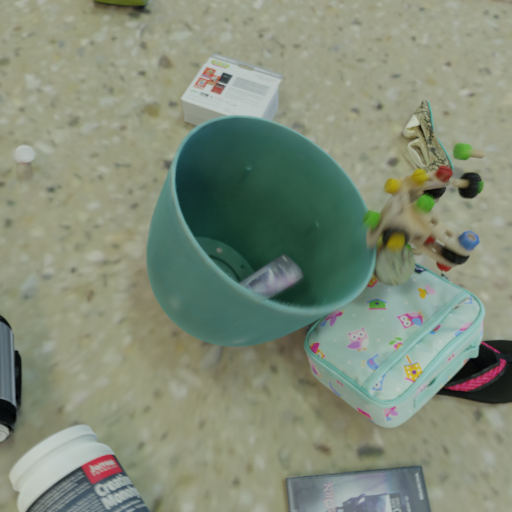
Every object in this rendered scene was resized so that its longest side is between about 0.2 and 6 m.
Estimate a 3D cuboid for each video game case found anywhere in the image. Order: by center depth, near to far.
[{"bbox_3d":[1.477,3.782,7.856,2.000,0.190,1.429,-4,62,-3],"label":"video game case"},{"bbox_3d":[0.065,0.456,8.613,1.229,0.117,0.878,-32,22,-3],"label":"video game case"}]

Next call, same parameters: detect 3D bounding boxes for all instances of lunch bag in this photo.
[{"bbox_3d":[2.132,1.206,8.414,2.479,0.956,1.988,-39,44,-18],"label":"lunch bag"}]

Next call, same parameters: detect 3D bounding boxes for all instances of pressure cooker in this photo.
[{"bbox_3d":[-4.361,1.976,7.861,1.891,1.862,2.117,-15,60,-4],"label":"pressure cooker"}]

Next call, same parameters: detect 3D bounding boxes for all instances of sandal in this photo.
[{"bbox_3d":[3.115,1.695,8.633,2.762,0.623,1.037,-1,51,0],"label":"sandal"}]

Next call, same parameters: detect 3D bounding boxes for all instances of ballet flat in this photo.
[{"bbox_3d":[3.235,-2.244,10.834,0.674,0.607,1.790,-12,66,5],"label":"ballet flat"}]

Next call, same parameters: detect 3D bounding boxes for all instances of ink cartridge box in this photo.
[{"bbox_3d":[-0.434,-3.152,11.213,1.647,0.691,1.446,22,64,11],"label":"ink cartridge box"}]

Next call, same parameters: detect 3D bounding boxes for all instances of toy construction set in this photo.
[{"bbox_3d":[2.107,-0.582,8.144,1.509,1.964,1.638,5,77,-13],"label":"toy construction set"}]

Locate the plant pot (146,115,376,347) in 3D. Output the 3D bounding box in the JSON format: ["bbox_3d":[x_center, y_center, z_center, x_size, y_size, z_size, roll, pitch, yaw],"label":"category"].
[{"bbox_3d":[-0.210,-0.058,8.283,3.078,2.470,3.078,16,53,-22],"label":"plant pot"}]

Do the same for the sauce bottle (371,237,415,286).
[{"bbox_3d":[1.762,-0.066,8.775,0.647,1.998,0.647,-3,102,-12],"label":"sauce bottle"}]

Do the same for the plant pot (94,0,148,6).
[{"bbox_3d":[-3.061,-6.191,12.664,1.278,1.195,1.195,21,64,-2],"label":"plant pot"}]

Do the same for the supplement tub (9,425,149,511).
[{"bbox_3d":[-2.244,3.390,7.391,1.356,1.356,1.933,-34,68,-17],"label":"supplement tub"}]

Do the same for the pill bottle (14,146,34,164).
[{"bbox_3d":[-4.330,-1.872,10.441,0.314,0.554,0.314,-2,94,-26],"label":"pill bottle"}]
